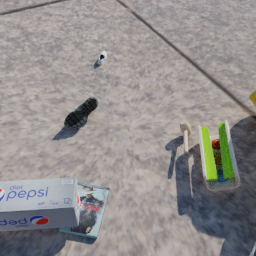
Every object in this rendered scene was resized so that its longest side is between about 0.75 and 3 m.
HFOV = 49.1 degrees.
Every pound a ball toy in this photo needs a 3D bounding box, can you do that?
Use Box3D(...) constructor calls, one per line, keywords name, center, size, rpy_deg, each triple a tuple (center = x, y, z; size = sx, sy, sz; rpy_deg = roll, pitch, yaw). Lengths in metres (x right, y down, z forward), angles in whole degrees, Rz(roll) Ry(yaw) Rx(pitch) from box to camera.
Box3D(name="pound a ball toy", center=(2.191, 0.675, 7.669), size=(1.344, 0.875, 2.061), rpy_deg=(-13, 46, 20))

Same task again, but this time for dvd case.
Box3D(name="dvd case", center=(-1.031, 1.975, 6.863), size=(0.942, 0.142, 1.290), rpy_deg=(8, 48, 8))

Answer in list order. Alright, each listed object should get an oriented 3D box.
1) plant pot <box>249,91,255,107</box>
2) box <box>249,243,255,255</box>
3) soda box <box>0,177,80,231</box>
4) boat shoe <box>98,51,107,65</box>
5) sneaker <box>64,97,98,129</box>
Box3D(name="plant pot", center=(5.167, -0.621, 7.532), size=(2.645, 2.645, 2.488), rpy_deg=(-28, 80, -23))
Box3D(name="box", center=(2.979, 2.790, 5.308), size=(0.711, 0.819, 1.240), rpy_deg=(-43, 104, -30))
Box3D(name="soda box", center=(-2.387, 1.726, 6.259), size=(2.537, 0.866, 0.805), rpy_deg=(-3, 44, -3))
Box3D(name="boat shoe", center=(-0.977, -2.784, 10.926), size=(0.268, 0.263, 0.758), rpy_deg=(17, 55, -3))
Box3D(name="sneaker", center=(-1.469, -0.423, 8.765), size=(1.339, 0.531, 0.505), rpy_deg=(-43, 100, -24))
